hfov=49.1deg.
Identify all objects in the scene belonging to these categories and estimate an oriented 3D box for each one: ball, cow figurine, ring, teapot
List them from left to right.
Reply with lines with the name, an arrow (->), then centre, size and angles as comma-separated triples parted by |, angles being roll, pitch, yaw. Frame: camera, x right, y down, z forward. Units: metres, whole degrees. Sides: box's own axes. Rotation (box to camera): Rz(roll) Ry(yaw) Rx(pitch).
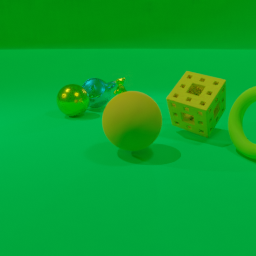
ball -> -1.915, -0.965, 9.783 | 1.140, 1.140, 1.140 | 0, 17, 0
teapot -> -1.335, -1.378, 10.703 | 1.916, 1.191, 0.938 | -21, -17, -2
cow figurine -> -0.265, -1.748, 12.371 | 0.861, 0.875, 0.480 | -54, 16, -29
ball -> 0.097, -0.157, 6.482 | 1.379, 1.379, 1.379 | 0, 17, 0
ring -> 2.894, -0.129, 6.205 | 0.328, 1.638, 1.638 | 5, 14, -26

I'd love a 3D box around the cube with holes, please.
cube with holes -> 1.911, -0.661, 7.718 | 1.136, 1.136, 1.136 | 22, 62, 32
